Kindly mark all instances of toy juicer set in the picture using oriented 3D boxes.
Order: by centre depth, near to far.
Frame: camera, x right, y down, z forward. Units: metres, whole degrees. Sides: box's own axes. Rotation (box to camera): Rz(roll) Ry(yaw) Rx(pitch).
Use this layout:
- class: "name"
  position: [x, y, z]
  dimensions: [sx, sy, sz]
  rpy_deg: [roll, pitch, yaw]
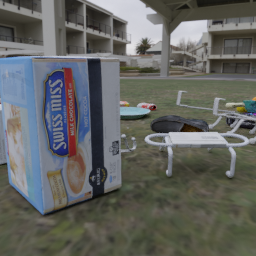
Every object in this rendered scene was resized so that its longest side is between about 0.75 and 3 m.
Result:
- class: "toy juicer set"
  position: [4.829, -0.920, 11.093]
  dimensions: [2.363, 0.643, 1.503]
  rpy_deg: [11, 2, -27]

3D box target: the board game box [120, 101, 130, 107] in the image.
- class: "board game box"
  position: [-0.994, -1.159, 14.251]
  dimensions: [2.008, 0.301, 0.959]
  rpy_deg: [-5, 14, -10]

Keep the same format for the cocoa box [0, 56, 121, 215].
- class: "cocoa box"
  position: [-1.152, -0.043, 4.762]
  dimensions: [1.502, 2.290, 1.527]
  rpy_deg: [-11, 17, -40]

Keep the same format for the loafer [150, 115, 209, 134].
- class: "loafer"
  position: [1.541, -0.005, 8.423]
  dimensions: [1.775, 0.646, 0.642]
  rpy_deg: [1, 17, 10]

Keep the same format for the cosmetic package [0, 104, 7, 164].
- class: "cosmetic package"
  position: [-3.447, 0.165, 6.202]
  dimensions: [1.490, 1.247, 1.239]
  rpy_deg: [-12, 18, -39]

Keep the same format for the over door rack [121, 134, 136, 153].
- class: "over door rack"
  position: [-0.609, 0.451, 6.244]
  dimensions: [1.116, 0.503, 1.510]
  rpy_deg: [-5, 8, 27]

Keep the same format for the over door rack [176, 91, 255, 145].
- class: "over door rack"
  position: [2.887, -0.240, 8.321]
  dimensions: [2.645, 0.881, 1.954]
  rpy_deg: [17, 5, -25]

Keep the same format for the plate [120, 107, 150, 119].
- class: "plate"
  position: [-0.064, -0.629, 11.925]
  dimensions: [2.023, 0.258, 2.023]
  rpy_deg: [0, 14, 0]

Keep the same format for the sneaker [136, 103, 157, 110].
- class: "sneaker"
  position: [0.916, -1.024, 13.483]
  dimensions: [0.955, 0.319, 0.512]
  rpy_deg: [1, 10, -9]

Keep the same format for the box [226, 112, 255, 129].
- class: "box"
  position: [4.743, -0.207, 9.829]
  dimensions: [1.471, 0.371, 2.058]
  rpy_deg: [-9, 17, -39]

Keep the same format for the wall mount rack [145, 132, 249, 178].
- class: "wall mount rack"
  position: [1.427, 0.463, 6.191]
  dimensions: [2.124, 0.792, 1.845]
  rpy_deg: [1, 16, 2]
